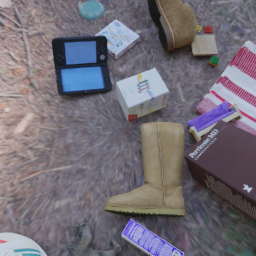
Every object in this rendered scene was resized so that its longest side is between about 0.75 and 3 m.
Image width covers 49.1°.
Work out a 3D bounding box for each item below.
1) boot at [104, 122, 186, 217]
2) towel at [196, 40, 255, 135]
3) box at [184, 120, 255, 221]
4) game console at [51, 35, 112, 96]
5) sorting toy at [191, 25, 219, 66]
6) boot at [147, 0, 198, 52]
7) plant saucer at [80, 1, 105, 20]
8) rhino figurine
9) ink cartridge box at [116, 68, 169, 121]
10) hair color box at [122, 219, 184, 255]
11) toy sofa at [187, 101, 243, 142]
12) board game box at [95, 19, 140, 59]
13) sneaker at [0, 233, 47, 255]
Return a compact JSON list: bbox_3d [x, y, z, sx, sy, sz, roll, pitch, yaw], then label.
[{"bbox_3d":[0.461,0.999,7.084,2.066,0.780,2.359,6,66,-12],"label":"boot"},{"bbox_3d":[3.367,-0.998,7.769,1.841,0.291,2.557,37,91,15],"label":"towel"},{"bbox_3d":[2.824,1.073,6.169,1.442,1.079,2.881,-42,41,-14],"label":"box"},{"bbox_3d":[-1.310,-1.829,8.139,1.619,1.382,0.958,-8,41,-14],"label":"game console"},{"bbox_3d":[2.401,-2.645,8.992,0.768,0.269,1.593,-1,66,-1],"label":"sorting toy"},{"bbox_3d":[1.336,-3.922,9.120,1.129,1.102,2.993,-16,74,-2],"label":"boot"},{"bbox_3d":[-1.255,-4.148,9.748,0.881,0.158,0.881,0,65,0],"label":"plant saucer"},{"bbox_3d":[-0.562,2.970,6.194,2.301,0.688,1.006,37,70,17],"label":"rhino figurine"},{"bbox_3d":[0.396,-0.925,7.859,1.220,0.887,0.883,-21,67,-9],"label":"ink cartridge box"},{"bbox_3d":[0.520,2.625,6.311,1.346,0.736,0.436,31,68,13],"label":"hair color box"},{"bbox_3d":[2.289,-0.207,7.499,1.338,0.554,0.653,-29,81,3],"label":"toy sofa"},{"bbox_3d":[-0.381,-2.910,9.137,1.091,0.225,1.089,42,72,17],"label":"board game box"},{"bbox_3d":[-2.188,2.835,5.617,2.750,1.286,0.968,24,64,32],"label":"sneaker"}]
